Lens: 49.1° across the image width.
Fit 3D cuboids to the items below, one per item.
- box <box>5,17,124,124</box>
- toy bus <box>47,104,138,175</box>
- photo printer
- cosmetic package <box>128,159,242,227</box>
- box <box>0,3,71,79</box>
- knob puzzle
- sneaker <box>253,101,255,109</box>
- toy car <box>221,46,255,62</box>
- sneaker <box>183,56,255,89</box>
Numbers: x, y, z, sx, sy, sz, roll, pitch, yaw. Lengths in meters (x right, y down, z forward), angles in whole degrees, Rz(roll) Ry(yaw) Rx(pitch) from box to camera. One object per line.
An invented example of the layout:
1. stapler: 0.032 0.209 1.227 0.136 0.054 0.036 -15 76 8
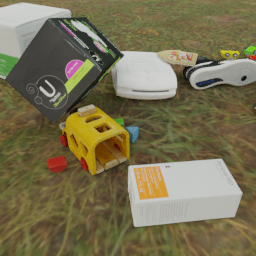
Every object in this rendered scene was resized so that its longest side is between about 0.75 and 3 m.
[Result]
1. box: -1.676 -1.837 8.302 1.807 2.159 2.907 43 23 -7
2. toy bus: -1.007 0.049 7.378 2.437 1.259 2.300 5 35 7
3. photo printer: 0.548 -1.970 10.489 2.299 0.960 2.763 0 34 -7
4. cosmetic package: 1.117 1.340 5.955 2.138 0.762 1.085 -4 35 -7
5. box: -4.114 -3.471 11.396 2.824 2.431 2.838 20 39 26
6. knob puzzle: 1.880 -2.711 10.926 1.693 0.235 1.693 3 34 -2
7. sneaker: 5.037 -1.039 9.534 0.995 0.903 2.344 35 49 16
8. toy car: 5.510 -3.356 13.003 2.005 0.447 1.887 27 42 32
9. sneaker: 3.619 -2.407 11.083 2.911 1.063 1.628 -7 36 -9
